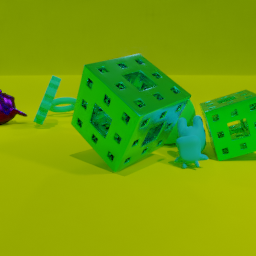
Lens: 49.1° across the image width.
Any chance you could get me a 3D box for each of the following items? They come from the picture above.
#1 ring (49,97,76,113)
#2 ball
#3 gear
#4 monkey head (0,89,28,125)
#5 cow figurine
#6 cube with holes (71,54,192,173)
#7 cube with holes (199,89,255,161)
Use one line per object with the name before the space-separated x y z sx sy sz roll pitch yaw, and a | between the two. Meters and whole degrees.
ring | -2.522 -0.889 10.959 1.286 0.257 1.286 -9 -13 -2
ball | 0.967 -0.273 6.797 1.328 1.328 1.328 0 12 0
gear | -2.565 -0.881 8.895 0.292 1.577 1.577 23 5 -18
monkey head | -4.185 -0.675 9.005 1.736 1.046 1.249 -7 -11 -19
cow figurine | 1.278 0.331 5.564 0.632 1.132 1.151 -8 -27 21
cube with holes | 0.002 -0.328 5.193 1.371 1.371 1.371 -24 58 -41
cube with holes | 2.200 -0.096 5.854 1.044 1.044 1.044 -17 11 12
